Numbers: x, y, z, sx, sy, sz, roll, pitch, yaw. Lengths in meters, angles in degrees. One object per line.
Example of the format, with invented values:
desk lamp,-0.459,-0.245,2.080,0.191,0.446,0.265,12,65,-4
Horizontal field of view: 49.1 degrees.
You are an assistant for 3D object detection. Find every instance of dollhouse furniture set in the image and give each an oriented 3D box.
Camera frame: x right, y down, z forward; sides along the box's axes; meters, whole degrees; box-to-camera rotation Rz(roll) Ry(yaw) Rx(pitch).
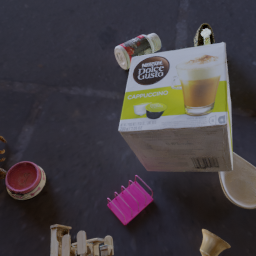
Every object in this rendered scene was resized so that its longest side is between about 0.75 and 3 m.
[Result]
dollhouse furniture set,-1.188,2.697,6.757,1.292,1.187,0.841,-21,58,21

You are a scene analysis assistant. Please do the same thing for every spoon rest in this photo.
spoon rest,2.860,1.139,8.024,1.284,0.783,2.584,-30,60,-17

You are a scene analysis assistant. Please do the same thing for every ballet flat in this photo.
ballet flat,2.928,-2.891,10.549,0.981,1.089,2.891,0,56,7

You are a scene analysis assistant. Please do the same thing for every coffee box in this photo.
coffee box,1.434,-0.404,7.434,2.429,2.433,2.406,-3,58,22

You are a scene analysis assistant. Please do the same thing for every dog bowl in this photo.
dog bowl,-2.965,1.462,8.024,1.133,0.418,1.133,0,56,-1

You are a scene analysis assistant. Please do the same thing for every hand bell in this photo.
hand bell,1.800,3.299,6.780,0.755,0.755,1.450,30,74,18

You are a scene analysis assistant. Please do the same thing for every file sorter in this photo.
file sorter,0.067,1.909,7.567,1.070,0.671,0.744,-37,63,-22

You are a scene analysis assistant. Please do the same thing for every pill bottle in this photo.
pill bottle,0.409,-2.987,10.717,1.682,0.931,0.931,-30,61,-18

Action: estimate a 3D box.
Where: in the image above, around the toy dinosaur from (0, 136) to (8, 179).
toy dinosaur,-4.545,0.572,8.417,2.596,0.784,1.379,27,61,18
